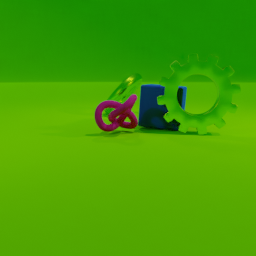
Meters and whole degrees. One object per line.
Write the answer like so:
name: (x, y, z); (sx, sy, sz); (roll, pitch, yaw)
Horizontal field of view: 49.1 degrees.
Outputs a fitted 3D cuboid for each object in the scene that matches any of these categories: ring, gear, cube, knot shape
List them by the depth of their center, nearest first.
gear: (1.817, -0.876, 7.346); (2.056, 2.056, 0.380); (2, 9, 9)
knot shape: (-0.193, -0.315, 7.438); (1.257, 1.176, 0.581); (-29, 55, 3)
cube: (1.065, -0.668, 8.459); (1.207, 1.207, 1.207); (7, 11, 16)
ring: (-0.202, -1.381, 11.341); (0.416, 2.081, 2.081); (44, 16, 3)
